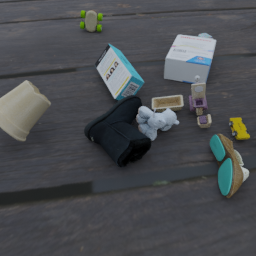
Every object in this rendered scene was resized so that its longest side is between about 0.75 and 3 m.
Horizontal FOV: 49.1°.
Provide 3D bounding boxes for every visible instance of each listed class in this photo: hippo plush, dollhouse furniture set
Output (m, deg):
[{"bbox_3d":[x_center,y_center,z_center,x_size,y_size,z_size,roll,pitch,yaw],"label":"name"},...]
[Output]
[{"bbox_3d":[1.072,-0.372,9.860,1.166,1.450,1.155,-21,66,-34],"label":"hippo plush"},{"bbox_3d":[1.865,-0.978,10.223,2.111,1.498,1.672,-5,52,11],"label":"dollhouse furniture set"}]

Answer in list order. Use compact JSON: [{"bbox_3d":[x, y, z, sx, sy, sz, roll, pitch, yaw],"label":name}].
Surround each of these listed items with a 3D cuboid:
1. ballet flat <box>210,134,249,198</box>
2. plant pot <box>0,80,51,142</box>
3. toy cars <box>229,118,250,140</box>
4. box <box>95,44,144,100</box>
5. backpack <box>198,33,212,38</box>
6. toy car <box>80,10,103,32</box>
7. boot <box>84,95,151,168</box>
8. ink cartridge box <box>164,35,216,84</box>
[{"bbox_3d":[3.168,1.141,8.591,0.879,0.824,2.429,17,36,-10],"label":"ballet flat"},{"bbox_3d":[-3.425,-0.661,9.099,1.505,1.644,1.644,-44,51,-3],"label":"plant pot"},{"bbox_3d":[4.279,0.372,9.633,0.910,0.449,2.030,-36,55,-27],"label":"toy cars"},{"bbox_3d":[-0.452,-2.383,12.061,0.726,1.215,2.953,21,28,-38],"label":"box"},{"bbox_3d":[4.131,-4.791,15.450,0.934,0.703,0.829,-21,44,-15],"label":"backpack"},{"bbox_3d":[-2.155,-6.706,17.372,1.289,1.238,1.569,10,30,1],"label":"toy car"},{"bbox_3d":[0.071,0.065,9.503,2.568,0.981,2.158,-35,48,-25],"label":"boot"},{"bbox_3d":[2.988,-3.313,13.329,1.955,1.145,2.705,13,44,14],"label":"ink cartridge box"}]
